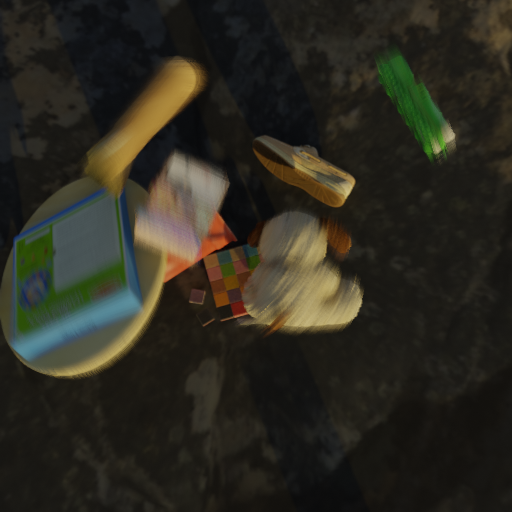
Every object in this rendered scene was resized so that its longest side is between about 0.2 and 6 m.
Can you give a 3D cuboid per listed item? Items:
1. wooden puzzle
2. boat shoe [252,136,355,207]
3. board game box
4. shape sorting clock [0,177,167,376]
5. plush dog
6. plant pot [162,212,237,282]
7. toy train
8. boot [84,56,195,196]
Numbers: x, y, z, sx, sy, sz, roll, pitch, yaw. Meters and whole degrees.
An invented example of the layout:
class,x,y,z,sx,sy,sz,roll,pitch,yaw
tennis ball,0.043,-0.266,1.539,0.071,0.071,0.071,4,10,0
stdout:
class,x,y,z,sx,sy,sz,roll,pitch,yaw
wooden puzzle,-0.232,0.442,10.299,2.113,0.148,1.253,-15,76,-5
boat shoe,0.886,-1.719,10.625,2.051,0.731,0.662,33,70,0
board game box,-1.153,-0.724,8.683,1.011,0.614,1.268,25,69,-6
shape sorting clock,-2.998,0.259,9.555,3.549,0.696,3.549,-12,62,24
plush dog,0.559,0.194,9.064,2.113,1.695,1.815,2,91,23
plant pot,-1.394,-0.419,9.922,1.505,1.547,1.547,-39,78,-1
toy train,2.627,-2.508,9.234,0.530,0.392,1.879,-28,71,3
boot,-1.794,-1.971,8.850,0.663,1.756,2.005,39,73,-10
